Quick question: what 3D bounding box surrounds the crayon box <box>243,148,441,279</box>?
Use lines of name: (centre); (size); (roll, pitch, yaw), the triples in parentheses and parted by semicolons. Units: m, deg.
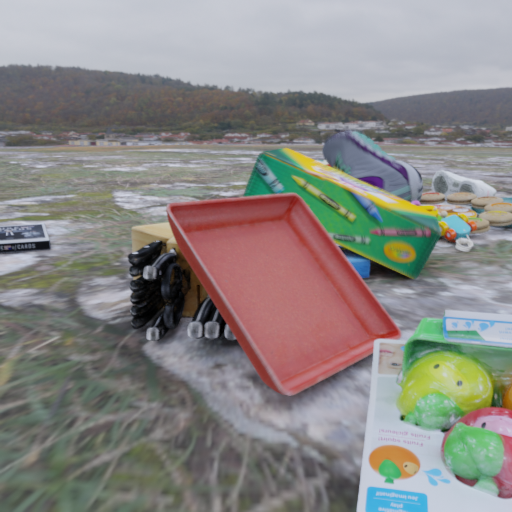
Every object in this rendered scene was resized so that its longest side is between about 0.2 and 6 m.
crayon box: (1.349, -0.739, 8.603); (2.761, 0.804, 1.640); (26, 18, 9)

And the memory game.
memory game: (3.763, -0.942, 11.879); (3.334, 0.212, 3.334); (-6, 17, 2)

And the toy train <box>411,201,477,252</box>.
toy train: (3.109, -0.417, 10.162); (1.625, 0.452, 1.220); (16, 47, 21)

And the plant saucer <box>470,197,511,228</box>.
plant saucer: (5.489, -0.911, 11.976); (1.722, 0.310, 1.722); (-8, 18, 2)

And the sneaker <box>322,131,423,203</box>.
sneaker: (2.164, -1.868, 12.387); (1.351, 1.148, 3.086); (-25, 37, -20)

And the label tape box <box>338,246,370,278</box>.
label tape box: (1.167, 0.097, 8.274); (0.648, 0.299, 0.904); (-5, 15, -20)

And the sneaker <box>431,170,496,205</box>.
sneaker: (5.646, -1.796, 15.273); (1.020, 0.800, 2.053); (1, 21, -22)

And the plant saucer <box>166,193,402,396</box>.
plant saucer: (0.258, 0.276, 5.329); (1.951, 0.359, 1.955); (-12, 61, -48)

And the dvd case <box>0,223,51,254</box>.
dvd case: (-4.453, -0.320, 10.139); (1.298, 0.214, 1.727); (-5, 15, -22)

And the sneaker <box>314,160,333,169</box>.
sneaker: (1.677, -2.352, 17.090); (3.233, 1.138, 1.511); (-8, -1, -23)

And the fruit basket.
fruit basket: (1.531, 1.012, 3.480); (1.677, 0.849, 1.811); (4, 17, 15)

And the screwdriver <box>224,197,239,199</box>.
screwdriver: (-0.132, -1.490, 14.586); (2.194, 0.306, 0.319); (-18, 53, -44)

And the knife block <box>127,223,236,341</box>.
knife block: (-0.308, 0.185, 6.661); (2.825, 0.904, 2.480); (-10, 18, -39)
